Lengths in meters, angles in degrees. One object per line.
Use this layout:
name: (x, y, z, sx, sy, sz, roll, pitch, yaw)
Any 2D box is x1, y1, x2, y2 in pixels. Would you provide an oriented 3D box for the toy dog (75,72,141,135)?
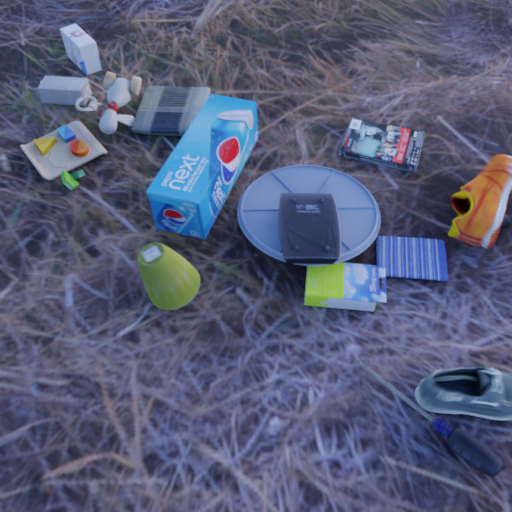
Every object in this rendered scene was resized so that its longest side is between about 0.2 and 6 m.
toy dog: (-3.690, -3.901, 14.647, 1.298, 0.948, 1.968, 30, 61, 5)

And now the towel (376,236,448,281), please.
towel: (3.283, 0.056, 11.847, 1.473, 0.176, 1.066, 4, 53, 5)

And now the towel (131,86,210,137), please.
towel: (-2.208, -3.848, 14.934, 1.861, 0.334, 1.933, 3, 53, 7)

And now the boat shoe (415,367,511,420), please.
boat shoe: (3.926, 2.304, 9.638, 2.237, 0.691, 0.814, 0, 49, 1)

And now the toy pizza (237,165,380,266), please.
toy pizza: (1.141, -0.871, 12.274, 3.103, 0.492, 3.103, 0, 48, 0)

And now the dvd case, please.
dvd case: (3.177, -2.824, 14.114, 1.924, 0.212, 1.404, 15, 53, 10)

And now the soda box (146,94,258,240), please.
soda box: (-1.107, -2.163, 12.928, 1.239, 1.172, 3.653, 13, 53, 14)

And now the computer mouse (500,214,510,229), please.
computer mouse: (5.258, -0.738, 12.402, 0.928, 0.245, 0.642, -20, 53, -15)

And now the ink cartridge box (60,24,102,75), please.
ink cartridge box: (-5.064, -5.967, 16.186, 0.538, 0.919, 1.271, -30, 57, -22)

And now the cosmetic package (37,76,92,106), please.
cosmetic package: (-5.220, -4.503, 15.271, 1.229, 0.554, 0.657, 4, 51, 7)

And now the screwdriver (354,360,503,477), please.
screwdriver: (2.862, 2.708, 9.651, 2.924, 0.425, 0.408, 35, 75, 34)

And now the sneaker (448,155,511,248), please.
sneaker: (4.986, -1.411, 12.323, 1.141, 1.080, 2.958, 22, 48, 17)

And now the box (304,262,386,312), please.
box: (1.781, 0.588, 11.243, 1.568, 0.374, 0.956, 5, 51, 4)

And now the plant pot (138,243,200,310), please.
plant pot: (-1.797, 0.294, 10.816, 1.088, 1.163, 1.088, -10, 53, 13)

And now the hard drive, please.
hard drive: (1.067, -0.558, 11.396, 1.234, 0.387, 1.830, 1, 48, -1)

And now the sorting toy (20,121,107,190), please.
sorting toy: (-4.592, -2.478, 13.746, 1.689, 0.336, 2.285, -30, 57, -22)
